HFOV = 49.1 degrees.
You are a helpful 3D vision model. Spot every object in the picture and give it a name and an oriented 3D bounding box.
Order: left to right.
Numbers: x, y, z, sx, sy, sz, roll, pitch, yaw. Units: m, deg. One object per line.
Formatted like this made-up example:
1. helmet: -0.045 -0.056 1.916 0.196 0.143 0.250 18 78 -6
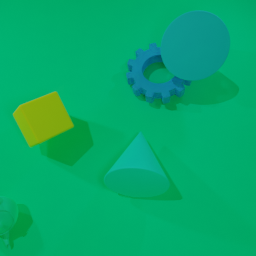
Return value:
1. teapot: -2.855 2.027 6.188 0.878 1.413 0.692 -18 25 -23
2. cube: -2.037 -0.187 6.712 0.936 0.936 0.936 -29 96 -31
3. cone: 0.254 0.663 6.576 1.441 1.441 1.447 5 53 2
4. gear: 0.866 -1.542 7.751 1.793 0.332 1.793 -2 66 6
5. cone: 1.629 -2.254 7.325 1.619 1.619 1.625 4 27 2
